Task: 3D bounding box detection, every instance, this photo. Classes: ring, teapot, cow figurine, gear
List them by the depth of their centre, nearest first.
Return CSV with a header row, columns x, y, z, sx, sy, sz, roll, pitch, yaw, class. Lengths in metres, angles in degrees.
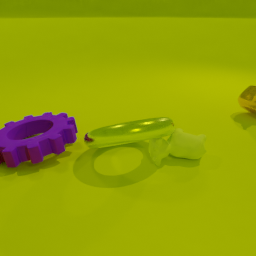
x,y,z,sx,sy,sz,roll,pitch,yaw,class
1.091,0.435,6.194,1.235,0.678,1.215,12,23,22,cow figurine
0.044,0.108,6.232,2.056,0.411,2.056,-10,-2,0,ring
-2.270,0.197,6.650,2.086,0.386,2.086,-7,24,3,gear
3.992,-0.908,8.534,1.131,0.891,1.819,26,5,22,teapot
